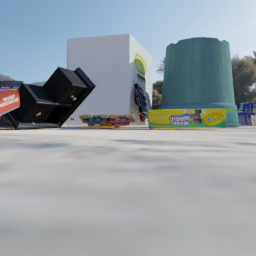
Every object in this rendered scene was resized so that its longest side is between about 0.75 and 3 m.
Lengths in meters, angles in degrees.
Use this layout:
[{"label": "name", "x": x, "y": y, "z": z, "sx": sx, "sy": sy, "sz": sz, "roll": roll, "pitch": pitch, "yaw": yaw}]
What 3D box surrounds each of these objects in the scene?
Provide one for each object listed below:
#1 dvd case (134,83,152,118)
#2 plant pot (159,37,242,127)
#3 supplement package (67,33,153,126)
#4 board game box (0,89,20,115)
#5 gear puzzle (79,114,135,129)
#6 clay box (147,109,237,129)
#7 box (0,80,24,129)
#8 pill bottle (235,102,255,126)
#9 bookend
[{"label": "dvd case", "x": 0.516, "y": -0.785, "z": 8.759, "sx": 0.153, "sy": 0.931, "sz": 1.239, "roll": -15, "pitch": -14, "yaw": 17}, {"label": "plant pot", "x": 2.314, "y": -1.398, "z": 9.442, "sx": 2.814, "sy": 2.756, "sz": 2.814, "roll": 0, "pitch": 0, "yaw": 0}, {"label": "supplement package", "x": -0.495, "y": -1.462, "z": 9.910, "sx": 2.163, "sy": 2.813, "sz": 2.942, "roll": 1, "pitch": 1, "yaw": 18}, {"label": "board game box", "x": -2.374, "y": -0.171, "z": 2.505, "sx": 2.354, "sy": 0.229, "sz": 1.212, "roll": 0, "pitch": 17, "yaw": 4}, {"label": "gear puzzle", "x": -0.555, "y": -0.108, "z": 6.813, "sx": 1.199, "sy": 0.303, "sz": 2.314, "roll": 0, "pitch": -1, "yaw": -7}, {"label": "clay box", "x": 1.343, "y": -0.195, "z": 6.147, "sx": 1.811, "sy": 0.431, "sz": 1.041, "roll": 0, "pitch": 1, "yaw": 3}, {"label": "box", "x": -3.044, "y": -0.494, "z": 6.503, "sx": 1.181, "sy": 1.025, "sz": 1.787, "roll": -2, "pitch": 1, "yaw": -22}, {"label": "pill bottle", "x": 5.360, "y": -0.650, "z": 13.305, "sx": 1.990, "sy": 1.104, "sz": 1.104, "roll": 0, "pitch": 1, "yaw": 35}, {"label": "bookend", "x": -1.544, "y": -0.637, "z": 5.602, "sx": 1.326, "sy": 0.611, "sz": 1.318, "roll": -45, "pitch": -16, "yaw": 17}]
